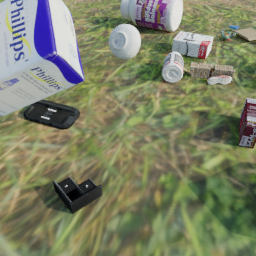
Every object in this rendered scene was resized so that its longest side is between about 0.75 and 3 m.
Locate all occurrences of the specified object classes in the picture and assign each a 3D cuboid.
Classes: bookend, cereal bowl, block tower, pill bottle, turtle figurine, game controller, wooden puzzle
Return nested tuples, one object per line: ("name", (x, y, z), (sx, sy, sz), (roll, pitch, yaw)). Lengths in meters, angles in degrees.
("bookend", (-1.146, 1.386, 6.407), (0.813, 0.375, 0.808), (-26, 46, -29))
("cereal bowl", (-0.142, -2.328, 7.551), (0.937, 0.937, 0.390), (22, 19, 24))
("block tower", (3.185, -2.156, 10.678), (1.623, 0.438, 0.469), (9, 41, 10))
("pill bottle", (1.731, -2.380, 10.693), (0.770, 0.770, 1.391), (7, 39, 8))
("turtle figurine", (4.748, -4.471, 13.479), (0.730, 0.491, 0.975), (21, 26, 3))
("pill bottle", (1.175, -6.073, 14.489), (2.981, 1.673, 1.673), (19, 43, 22))
("game controller", (-2.394, -0.447, 8.748), (1.730, 0.364, 0.902), (14, 56, 18))
("wooden puzzle", (6.038, -4.586, 13.831), (1.465, 0.254, 2.171), (-6, 40, -14))

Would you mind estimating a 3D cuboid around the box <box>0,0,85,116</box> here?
("box", (-2.373, -1.725, 6.277), (2.295, 1.204, 2.110), (-21, 65, 13))

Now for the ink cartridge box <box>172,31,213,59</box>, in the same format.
("ink cartridge box", (2.841, -3.680, 12.373), (1.544, 0.646, 1.114), (16, 42, 19))

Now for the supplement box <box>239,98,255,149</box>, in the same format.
("supplement box", (3.480, -0.163, 7.993), (0.424, 0.758, 1.393), (13, 42, 14))

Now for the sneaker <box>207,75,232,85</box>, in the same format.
("sneaker", (3.364, -1.836, 10.382), (0.913, 0.352, 0.374), (-2, 33, -4))
